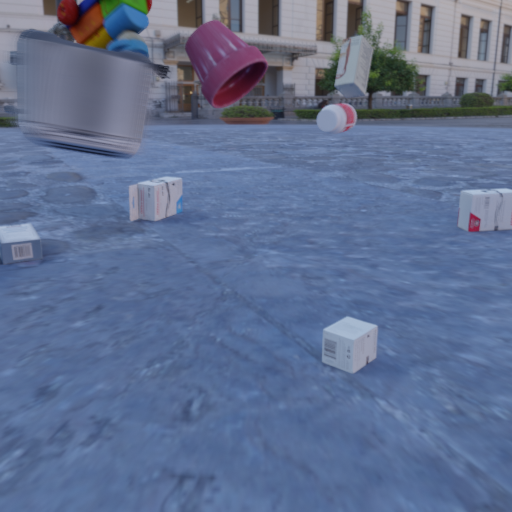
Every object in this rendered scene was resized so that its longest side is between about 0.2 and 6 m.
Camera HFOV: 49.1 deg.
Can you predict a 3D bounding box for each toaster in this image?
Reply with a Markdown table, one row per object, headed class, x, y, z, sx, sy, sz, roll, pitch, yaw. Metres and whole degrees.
| class | x | y | z | sx | sy | sz | roll | pitch | yaw |
| --- | --- | --- | --- | --- | --- | --- | --- | --- | --- |
| toaster | -2.211 | -2.045 | 7.412 | 2.019 | 1.304 | 1.147 | 6 | 2 | -22 |

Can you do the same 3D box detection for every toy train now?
| class | x | y | z | sx | sy | sz | roll | pitch | yaw |
| --- | --- | --- | --- | --- | --- | --- | --- | --- | --- |
| toy train | -2.981 | -3.756 | 10.156 | 2.678 | 1.549 | 1.133 | -21 | -16 | 35 |

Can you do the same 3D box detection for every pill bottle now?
| class | x | y | z | sx | sy | sz | roll | pitch | yaw |
| --- | --- | --- | --- | --- | --- | --- | --- | --- | --- |
| pill bottle | 1.578 | -2.712 | 11.097 | 0.566 | 0.566 | 1.008 | 8 | 19 | 26 |

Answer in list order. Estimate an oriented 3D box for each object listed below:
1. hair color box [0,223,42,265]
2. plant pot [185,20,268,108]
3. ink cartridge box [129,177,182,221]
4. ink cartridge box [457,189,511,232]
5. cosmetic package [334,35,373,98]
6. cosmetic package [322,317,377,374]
| class | x | y | z | sx | sy | sz | roll | pitch | yaw |
| --- | --- | --- | --- | --- | --- | --- | --- | --- | --- |
| hair color box | -4.176 | -0.232 | 9.811 | 0.632 | 0.387 | 1.276 | -8 | 19 | -27 |
| plant pot | -0.621 | -3.476 | 10.001 | 1.270 | 1.137 | 1.270 | -37 | -5 | -4 |
| ink cartridge box | -2.223 | -1.262 | 12.549 | 0.473 | 0.822 | 1.419 | 10 | 19 | 23 |
| ink cartridge box | 4.765 | -0.941 | 11.496 | 1.089 | 0.791 | 0.454 | -3 | 17 | -12 |
| cosmetic package | 1.834 | -3.538 | 10.510 | 0.432 | 0.989 | 0.511 | 2 | -16 | 37 |
| cosmetic package | 0.982 | 0.925 | 5.867 | 0.390 | 0.390 | 0.473 | 14 | 23 | 40 |
